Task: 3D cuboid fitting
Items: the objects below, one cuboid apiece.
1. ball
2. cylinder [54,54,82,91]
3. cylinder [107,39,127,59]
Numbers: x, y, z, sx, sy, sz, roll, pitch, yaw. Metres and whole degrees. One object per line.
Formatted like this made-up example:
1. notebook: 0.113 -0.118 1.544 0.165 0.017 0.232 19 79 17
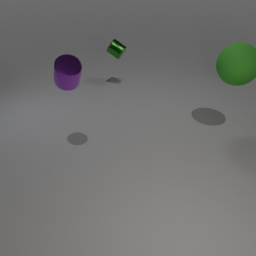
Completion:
1. ball: 3.638 -2.102 9.252 1.400 1.400 1.400 0 32 0
2. cylinder: -1.597 -1.454 7.396 0.700 0.700 0.700 6 65 -13
3. cylinder: -0.543 -3.754 13.348 0.700 0.700 0.700 35 35 -4
